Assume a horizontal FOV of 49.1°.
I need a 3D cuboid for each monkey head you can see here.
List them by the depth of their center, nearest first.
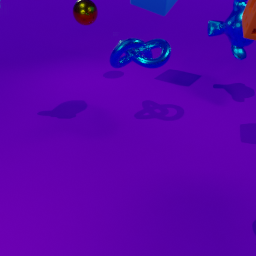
[{"bbox_3d":[3.008,-2.901,7.998,1.359,1.889,1.138,0,15,9],"label":"monkey head"}]

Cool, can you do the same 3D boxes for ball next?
[{"bbox_3d":[-1.398,-3.797,9.185,0.823,0.823,0.823,0,32,0],"label":"ball"}]

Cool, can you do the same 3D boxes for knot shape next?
[{"bbox_3d":[0.171,-1.842,6.931,1.426,0.704,1.524,-15,21,-40],"label":"knot shape"}]

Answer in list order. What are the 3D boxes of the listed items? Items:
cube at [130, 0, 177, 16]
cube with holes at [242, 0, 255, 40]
[{"bbox_3d":[0.862,-4.249,8.129,1.193,1.193,1.193,27,63,16],"label":"cube"},{"bbox_3d":[2.540,-2.022,4.731,0.863,0.863,0.863,14,47,4],"label":"cube with holes"}]
